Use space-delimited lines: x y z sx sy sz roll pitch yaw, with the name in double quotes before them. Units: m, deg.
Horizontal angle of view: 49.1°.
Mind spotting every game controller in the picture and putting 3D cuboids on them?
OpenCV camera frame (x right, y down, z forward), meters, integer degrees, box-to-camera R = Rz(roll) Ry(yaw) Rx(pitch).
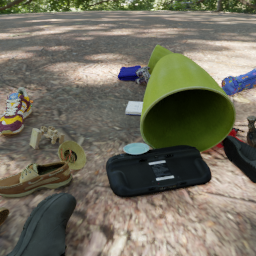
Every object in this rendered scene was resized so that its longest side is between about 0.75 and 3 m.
"game controller" 0.885 1.205 8.147 2.983 0.628 1.556 -7 44 -12

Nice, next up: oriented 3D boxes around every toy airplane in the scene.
"toy airplane" 3.261 0.322 9.775 2.135 0.393 2.135 1 30 -1

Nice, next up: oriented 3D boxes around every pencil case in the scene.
"pencil case" 5.795 -2.329 13.946 2.431 0.949 1.056 -19 -9 -29

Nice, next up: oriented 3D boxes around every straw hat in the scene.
"straw hat" -1.830 0.908 8.622 0.439 1.037 1.037 -34 10 33

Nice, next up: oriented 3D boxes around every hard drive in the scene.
"hard drive" 0.752 -0.828 12.064 1.575 0.200 1.039 4 29 7

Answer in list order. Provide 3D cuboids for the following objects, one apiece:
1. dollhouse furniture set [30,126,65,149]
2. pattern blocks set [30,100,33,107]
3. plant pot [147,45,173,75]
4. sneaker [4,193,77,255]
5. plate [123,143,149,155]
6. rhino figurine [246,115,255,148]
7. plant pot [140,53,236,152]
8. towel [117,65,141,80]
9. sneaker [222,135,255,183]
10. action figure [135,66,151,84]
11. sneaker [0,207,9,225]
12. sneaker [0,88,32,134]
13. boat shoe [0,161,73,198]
"dollhouse furniture set" -2.853 0.361 9.754 0.863 0.612 0.940 28 18 39
"pattern blocks set" -4.777 -1.109 12.700 1.067 0.086 0.938 24 37 36
"plant pot" 2.221 -3.284 15.209 1.993 1.864 1.864 23 33 9
"sneaker" -1.626 2.487 5.412 1.288 1.078 2.838 17 40 12
"plate" 0.256 0.647 8.439 0.788 0.101 0.788 -4 20 1
"rhino figurine" 5.086 -0.076 9.563 2.923 1.278 0.874 -19 27 -30
"plant pot" 1.667 -1.103 9.159 2.758 2.758 2.948 -1 45 -2
"towel" 0.108 -3.131 16.104 1.281 0.430 1.735 -3 28 8
"sneaker" 3.936 0.967 8.349 1.233 0.710 2.364 -8 35 -13
"action figure" 0.945 -2.540 14.209 0.701 1.315 2.021 -22 26 -12
"sneaker" -3.380 2.179 6.351 0.563 0.421 1.254 19 37 22
"sneaker" -4.451 -0.707 10.867 0.946 1.137 2.525 -3 29 -5
"boat shoe" -2.550 1.295 7.641 2.001 0.739 0.757 -9 30 -17
